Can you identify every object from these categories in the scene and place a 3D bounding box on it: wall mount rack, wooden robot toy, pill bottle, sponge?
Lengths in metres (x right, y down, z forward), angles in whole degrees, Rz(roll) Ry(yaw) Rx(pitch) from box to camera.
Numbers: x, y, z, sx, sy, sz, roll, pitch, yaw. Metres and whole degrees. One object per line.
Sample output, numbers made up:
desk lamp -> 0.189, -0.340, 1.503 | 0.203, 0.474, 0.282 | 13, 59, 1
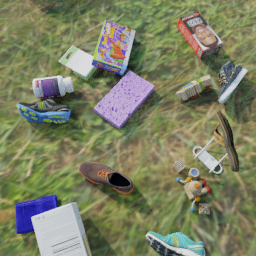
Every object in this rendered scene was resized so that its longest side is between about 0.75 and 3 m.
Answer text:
wall mount rack -> 3.333, 1.069, 11.097 | 1.209, 0.519, 1.392 | -42, 74, -16
wooden robot toy -> 2.517, 2.091, 10.377 | 0.998, 1.028, 2.266 | -20, 69, -8
pill bottle -> -3.216, -1.780, 12.131 | 1.583, 0.882, 0.882 | -8, 67, -4
sponge -> -0.131, -1.281, 12.188 | 1.404, 0.375, 2.517 | 36, 72, 14

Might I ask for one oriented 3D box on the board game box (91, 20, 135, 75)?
board game box -> -0.651, -3.723, 12.960 | 1.546, 0.515, 2.299 | 16, 67, -10

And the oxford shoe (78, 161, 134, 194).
oxford shoe -> -0.842, 1.761, 10.621 | 2.294, 0.832, 0.817 | 19, 68, 8

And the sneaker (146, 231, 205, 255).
sneaker -> 1.642, 4.050, 9.796 | 2.111, 0.818, 0.841 | 19, 49, 3

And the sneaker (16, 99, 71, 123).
sneaker -> -3.537, -0.760, 11.837 | 2.272, 0.806, 0.942 | 6, 50, 2

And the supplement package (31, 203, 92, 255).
supplement package -> -2.055, 3.879, 9.233 | 1.349, 1.401, 2.464 | -18, 78, -8

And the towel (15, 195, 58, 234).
towel -> -3.337, 3.150, 10.264 | 1.562, 0.387, 1.154 | -12, 66, -5

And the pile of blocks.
pile of blocks -> 2.941, -1.706, 12.375 | 1.755, 0.720, 0.545 | -27, 112, -2

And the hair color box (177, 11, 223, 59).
hair color box -> 3.396, -4.474, 13.409 | 1.114, 0.672, 2.195 | -25, 69, -11

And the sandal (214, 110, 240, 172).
sandal -> 2.412, 0.329, 7.044 | 0.441, 0.660, 1.615 | -17, 77, 28

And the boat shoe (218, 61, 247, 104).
boat shoe -> 4.304, -2.028, 12.343 | 1.003, 0.782, 2.210 | 35, 64, 14

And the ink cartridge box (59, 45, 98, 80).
ink cartridge box -> -2.226, -3.008, 12.936 | 1.550, 0.372, 1.128 | 29, 69, 12
